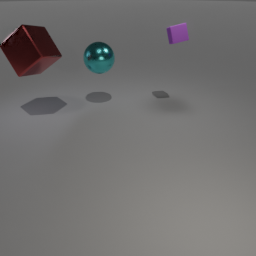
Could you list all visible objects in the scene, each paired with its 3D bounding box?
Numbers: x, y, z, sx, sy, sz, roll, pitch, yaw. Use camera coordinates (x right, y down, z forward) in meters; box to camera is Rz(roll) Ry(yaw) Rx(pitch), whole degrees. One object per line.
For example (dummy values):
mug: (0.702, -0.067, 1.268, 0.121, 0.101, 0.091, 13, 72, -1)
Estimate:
cube: (2.095, -3.984, 11.855, 0.700, 0.700, 0.700, -14, 16, -1)
cube: (-3.766, -3.009, 10.969, 1.400, 1.400, 1.400, -29, 4, 24)
ball: (-1.289, -3.124, 12.497, 1.400, 1.400, 1.400, 0, 28, 0)
